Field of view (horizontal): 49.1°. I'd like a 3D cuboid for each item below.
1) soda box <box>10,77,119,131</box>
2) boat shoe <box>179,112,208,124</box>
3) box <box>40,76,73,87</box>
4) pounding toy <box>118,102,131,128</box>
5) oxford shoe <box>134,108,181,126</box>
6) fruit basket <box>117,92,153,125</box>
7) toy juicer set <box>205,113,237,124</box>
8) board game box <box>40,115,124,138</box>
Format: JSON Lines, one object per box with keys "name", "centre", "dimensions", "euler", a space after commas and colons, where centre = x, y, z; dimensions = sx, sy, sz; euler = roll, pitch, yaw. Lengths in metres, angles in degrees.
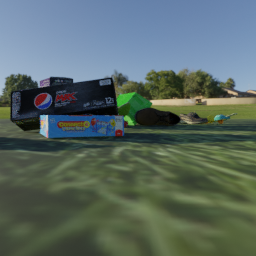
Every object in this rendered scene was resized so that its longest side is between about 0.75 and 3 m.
{"name": "soda box", "centre": [-1.785, -0.659, 8.145], "dimensions": [2.937, 0.930, 1.039], "euler": [-7, -18, -1]}
{"name": "boat shoe", "centre": [3.707, -0.588, 16.268], "dimensions": [0.724, 0.712, 1.943], "euler": [-2, 3, -44]}
{"name": "box", "centre": [-3.516, -1.267, 13.768], "dimensions": [1.188, 2.278, 1.685], "euler": [-2, 2, -34]}
{"name": "pounding toy", "centre": [-0.479, -0.273, 11.174], "dimensions": [1.702, 0.790, 1.314], "euler": [-31, 1, 25]}
{"name": "oxford shoe", "centre": [1.437, -0.520, 13.118], "dimensions": [2.400, 0.872, 1.013], "euler": [-1, 4, -27]}
{"name": "fruit basket", "centre": [0.448, -0.744, 14.898], "dimensions": [2.505, 1.807, 2.505], "euler": [35, -17, 13]}
{"name": "toy juicer set", "centre": [5.343, -0.448, 16.573], "dimensions": [1.935, 0.526, 1.231], "euler": [-7, -11, -17]}
{"name": "board game box", "centre": [-1.203, -0.071, 6.895], "dimensions": [1.713, 0.489, 1.750], "euler": [-1, 2, -23]}
